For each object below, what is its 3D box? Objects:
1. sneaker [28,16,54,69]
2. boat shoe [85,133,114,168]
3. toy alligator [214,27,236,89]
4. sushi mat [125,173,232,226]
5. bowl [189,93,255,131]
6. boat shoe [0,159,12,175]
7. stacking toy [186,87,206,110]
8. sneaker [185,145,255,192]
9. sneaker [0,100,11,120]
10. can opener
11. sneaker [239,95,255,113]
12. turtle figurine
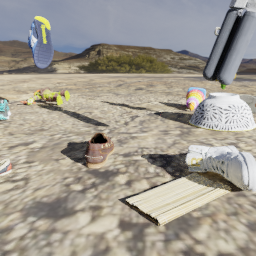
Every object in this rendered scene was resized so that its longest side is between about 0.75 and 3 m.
[{"bbox_3d":[-3.787,-3.553,12.022,0.851,2.303,0.947,9,-20,-43],"label":"sneaker"},{"bbox_3d":[-0.674,0.416,6.951,0.615,0.614,1.747,-2,12,1],"label":"boat shoe"},{"bbox_3d":[3.446,-2.550,10.081,0.757,2.284,0.549,-9,3,-15],"label":"toy alligator"},{"bbox_3d":[0.925,1.165,4.914,1.867,0.113,0.893,-11,16,-37],"label":"sushi mat"},{"bbox_3d":[3.524,-0.696,10.418,2.399,1.126,2.399,1,13,0],"label":"bowl"},{"bbox_3d":[-2.760,0.886,5.710,0.312,0.274,0.877,9,17,26],"label":"boat shoe"},{"bbox_3d":[3.185,-1.252,13.649,0.938,0.992,1.708,9,30,19],"label":"stacking toy"},{"bbox_3d":[1.717,0.759,5.497,1.133,0.722,1.961,-1,4,5],"label":"sneaker"},{"bbox_3d":[-5.200,-0.766,11.483,0.636,0.747,1.638,-5,15,-19],"label":"sneaker"},{"bbox_3d":[2.369,-2.401,6.117,0.756,2.833,0.947,27,9,37],"label":"can opener"},{"bbox_3d":[5.718,-1.130,13.225,2.126,0.795,1.129,7,7,-7],"label":"sneaker"},{"bbox_3d":[-4.359,-1.808,15.462,2.204,0.880,2.734,6,15,23],"label":"turtle figurine"}]
